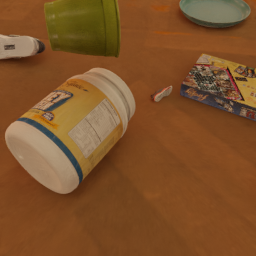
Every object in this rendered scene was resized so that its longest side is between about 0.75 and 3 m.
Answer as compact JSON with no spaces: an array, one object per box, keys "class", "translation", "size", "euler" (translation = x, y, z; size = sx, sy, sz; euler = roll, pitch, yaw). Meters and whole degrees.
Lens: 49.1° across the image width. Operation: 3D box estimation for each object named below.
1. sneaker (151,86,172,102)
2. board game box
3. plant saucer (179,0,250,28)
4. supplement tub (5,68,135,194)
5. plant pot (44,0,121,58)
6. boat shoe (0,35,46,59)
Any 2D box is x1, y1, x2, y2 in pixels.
[{"class":"sneaker","translation":[0.991,-1.086,8.366],"size":[0.782,0.301,0.320],"euler":[-32,49,-27]},{"class":"board game box","translation":[3.155,-1.238,8.369],"size":[2.706,0.468,1.833],"euler":[23,52,19]},{"class":"plant saucer","translation":[3.626,-4.992,11.873],"size":[2.909,0.399,2.909],"euler":[0,47,1]},{"class":"supplement tub","translation":[-1.168,-0.034,6.325],"size":[1.849,1.849,2.556],"euler":[26,54,22]},{"class":"plant pot","translation":[-0.855,-1.895,5.155],"size":[1.235,1.282,1.282],"euler":[-8,48,-10]},{"class":"boat shoe","translation":[-3.994,-2.819,9.645],"size":[2.430,0.872,0.824],"euler":[3,14,20]}]
